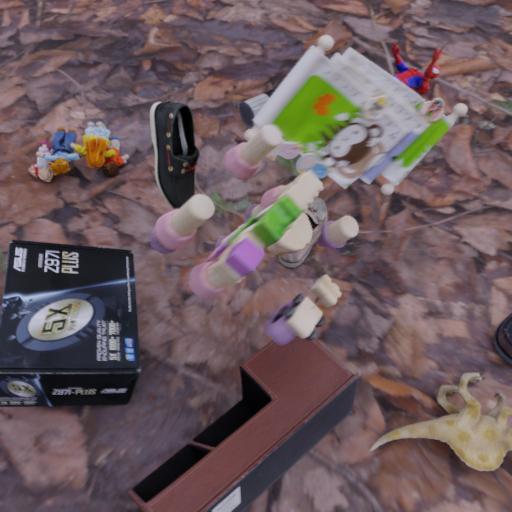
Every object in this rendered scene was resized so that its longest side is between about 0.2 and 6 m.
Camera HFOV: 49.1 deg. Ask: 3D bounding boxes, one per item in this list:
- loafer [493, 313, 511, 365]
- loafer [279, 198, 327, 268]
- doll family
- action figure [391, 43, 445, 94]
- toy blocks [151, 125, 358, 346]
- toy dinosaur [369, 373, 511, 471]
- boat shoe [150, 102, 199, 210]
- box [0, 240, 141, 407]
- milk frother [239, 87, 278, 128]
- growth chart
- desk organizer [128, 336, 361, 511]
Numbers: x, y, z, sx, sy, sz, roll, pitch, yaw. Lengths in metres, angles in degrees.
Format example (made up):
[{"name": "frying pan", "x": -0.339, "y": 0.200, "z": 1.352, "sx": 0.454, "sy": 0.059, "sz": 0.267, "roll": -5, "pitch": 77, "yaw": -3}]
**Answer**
[{"name": "loafer", "x": 5.691, "y": 0.862, "z": 9.534, "sx": 3.484, "sy": 1.097, "sz": 1.252, "roll": -15, "pitch": 52, "yaw": -12}, {"name": "loafer", "x": 0.988, "y": -0.572, "z": 11.064, "sx": 0.657, "sy": 0.575, "sz": 1.828, "roll": 19, "pitch": 53, "yaw": 15}, {"name": "doll family", "x": -3.943, "y": -2.279, "z": 12.203, "sx": 2.207, "sy": 0.994, "sz": 1.370, "roll": -6, "pitch": 51, "yaw": -5}, {"name": "action figure", "x": 3.339, "y": -4.538, "z": 13.812, "sx": 3.116, "sy": 1.542, "sz": 1.017, "roll": -18, "pitch": 53, "yaw": -18}, {"name": "toy blocks", "x": -0.094, "y": -0.115, "z": 7.721, "sx": 2.288, "sy": 1.926, "sz": 2.138, "roll": 46, "pitch": 53, "yaw": -9}, {"name": "toy dinosaur", "x": 3.130, "y": 2.512, "z": 8.394, "sx": 2.695, "sy": 0.784, "sz": 1.363, "roll": 8, "pitch": 52, "yaw": 6}, {"name": "boat shoe", "x": -1.328, "y": -1.649, "z": 9.567, "sx": 0.602, "sy": 1.922, "sz": 0.703, "roll": 11, "pitch": 28, "yaw": 32}, {"name": "box", "x": -3.013, "y": 1.055, "z": 9.021, "sx": 2.032, "sy": 1.069, "sz": 2.481, "roll": 5, "pitch": 47, "yaw": -21}, {"name": "milk frother", "x": 0.302, "y": -3.619, "z": 13.252, "sx": 1.049, "sy": 1.115, "sz": 1.006, "roll": -31, "pitch": 61, "yaw": -22}, {"name": "growth chart", "x": 1.550, "y": -2.053, "z": 8.929, "sx": 3.077, "sy": 2.227, "sz": 0.273, "roll": 18, "pitch": 33, "yaw": -25}, {"name": "desk organizer", "x": -0.190, "y": 2.582, "z": 8.057, "sx": 3.427, "sy": 1.229, "sz": 1.319, "roll": -34, "pitch": 56, "yaw": -25}]
